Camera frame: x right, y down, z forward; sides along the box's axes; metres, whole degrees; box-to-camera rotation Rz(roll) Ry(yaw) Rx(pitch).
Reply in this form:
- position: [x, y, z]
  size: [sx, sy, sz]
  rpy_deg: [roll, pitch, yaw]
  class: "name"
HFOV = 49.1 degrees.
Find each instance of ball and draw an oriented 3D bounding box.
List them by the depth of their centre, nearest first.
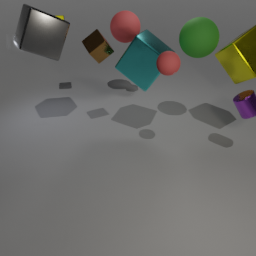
- position: [1.173, -1.879, 8.145]
  size: [0.700, 0.700, 0.700]
  rpy_deg: [0, 31, 0]
  class: "ball"
- position: [2.539, -3.224, 10.027]
  size: [1.400, 1.400, 1.400]
  rpy_deg: [0, 31, 0]
  class: "ball"
- position: [-0.125, -4.655, 12.907]
  size: [1.400, 1.400, 1.400]
  rpy_deg: [0, 31, 0]
  class: "ball"

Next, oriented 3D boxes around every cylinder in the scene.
- position: [3.897, -0.770, 9.135]
  size: [0.700, 0.700, 0.700]
  rpy_deg: [-31, 16, 10]
  class: "cylinder"

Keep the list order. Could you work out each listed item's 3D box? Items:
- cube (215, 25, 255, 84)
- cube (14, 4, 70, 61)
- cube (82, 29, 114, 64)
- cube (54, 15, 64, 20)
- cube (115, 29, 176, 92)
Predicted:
- position: [4.238, -2.592, 9.853]
  size: [1.400, 1.400, 1.400]
  rpy_deg: [-37, 4, -6]
  class: "cube"
- position: [-3.088, -3.393, 9.956]
  size: [1.400, 1.400, 1.400]
  rpy_deg: [11, 19, -34]
  class: "cube"
- position: [-1.041, -2.826, 9.728]
  size: [0.700, 0.700, 0.700]
  rpy_deg: [-36, 61, 9]
  class: "cube"
- position: [-3.198, -4.580, 12.643]
  size: [0.700, 0.700, 0.700]
  rpy_deg: [-5, -8, -10]
  class: "cube"
- position: [0.640, -2.426, 9.989]
  size: [1.400, 1.400, 1.400]
  rpy_deg: [38, 32, -3]
  class: "cube"
